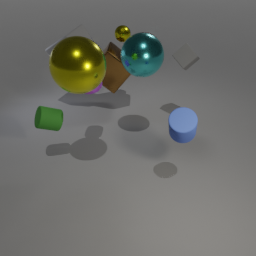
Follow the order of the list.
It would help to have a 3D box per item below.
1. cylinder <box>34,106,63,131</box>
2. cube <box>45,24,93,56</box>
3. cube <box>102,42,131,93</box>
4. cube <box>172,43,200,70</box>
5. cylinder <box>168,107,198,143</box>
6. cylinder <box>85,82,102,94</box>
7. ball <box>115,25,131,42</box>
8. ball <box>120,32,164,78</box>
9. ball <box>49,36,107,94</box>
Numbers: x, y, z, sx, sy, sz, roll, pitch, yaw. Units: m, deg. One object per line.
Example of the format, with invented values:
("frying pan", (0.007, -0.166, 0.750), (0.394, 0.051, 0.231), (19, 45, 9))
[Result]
("cylinder", (-2.466, -0.290, 8.720), (0.700, 0.700, 0.700), (10, 21, -33))
("cube", (-2.326, -3.291, 11.981), (1.400, 1.400, 1.400), (-17, 28, 36))
("cube", (-0.699, -2.690, 12.458), (1.400, 1.400, 1.400), (35, 28, -18))
("cube", (2.241, -2.742, 10.804), (0.700, 0.700, 0.700), (53, 19, 8))
("cylinder", (1.383, -0.059, 7.084), (0.700, 0.700, 0.700), (-4, 64, 8))
("cylinder", (-1.224, -1.459, 9.061), (0.700, 0.700, 0.700), (1, 10, 3))
("ball", (-0.230, -4.078, 12.120), (0.700, 0.700, 0.700), (0, 29, 0))
("ball", (0.458, -2.333, 9.000), (1.400, 1.400, 1.400), (0, 29, 0))
("ball", (-1.234, -1.546, 6.939), (1.400, 1.400, 1.400), (0, 29, 0))
